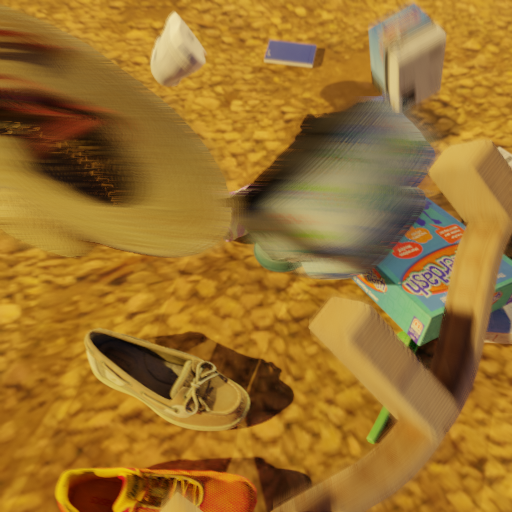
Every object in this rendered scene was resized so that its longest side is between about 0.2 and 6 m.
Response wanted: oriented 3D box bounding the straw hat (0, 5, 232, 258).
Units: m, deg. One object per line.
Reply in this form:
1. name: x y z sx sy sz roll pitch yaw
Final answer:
1. straw hat: -2.472 -1.061 7.001 4.184 1.771 4.184 33 30 -21

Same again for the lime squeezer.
1. lime squeezer: 2.182 1.222 9.198 1.245 0.665 3.525 -2 55 -2

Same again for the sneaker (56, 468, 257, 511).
1. sneaker: -1.326 3.312 7.483 2.688 1.037 0.981 -2 53 -3

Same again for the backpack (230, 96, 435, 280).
1. backpack: 1.154 -0.881 7.584 1.863 2.535 2.320 44 76 -12

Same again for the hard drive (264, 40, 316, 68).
1. hard drive: 0.853 -5.031 13.934 1.198 0.152 0.790 9 55 6

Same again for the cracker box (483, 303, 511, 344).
1. cracker box: 4.159 0.982 9.499 1.433 0.413 0.960 4 55 2

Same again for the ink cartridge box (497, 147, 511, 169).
1. ink cartridge box: 5.053 -1.563 11.273 0.808 0.469 1.116 -35 62 -22

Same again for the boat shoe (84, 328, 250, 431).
1. boat shoe: -1.396 1.853 8.609 2.705 0.851 0.987 22 57 15

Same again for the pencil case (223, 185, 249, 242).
1. pencil case: 0.198 -1.116 10.629 2.350 1.005 0.986 -25 46 -18

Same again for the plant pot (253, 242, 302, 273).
1. plant pot: 0.462 -0.381 10.125 1.004 0.984 1.004 1 54 -1

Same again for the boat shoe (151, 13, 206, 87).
1. boat shoe: -1.486 -3.675 10.264 0.928 0.975 2.709 -35 33 12

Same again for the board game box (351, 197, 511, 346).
1. board game box: 2.633 -0.050 9.515 2.273 0.672 2.989 -17 46 -28

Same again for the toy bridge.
1. toy bridge: 1.213 1.045 5.193 1.615 0.654 4.806 47 74 -19

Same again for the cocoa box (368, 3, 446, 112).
1. cocoa box: 2.150 -2.808 8.060 0.778 1.167 0.765 -30 63 0
